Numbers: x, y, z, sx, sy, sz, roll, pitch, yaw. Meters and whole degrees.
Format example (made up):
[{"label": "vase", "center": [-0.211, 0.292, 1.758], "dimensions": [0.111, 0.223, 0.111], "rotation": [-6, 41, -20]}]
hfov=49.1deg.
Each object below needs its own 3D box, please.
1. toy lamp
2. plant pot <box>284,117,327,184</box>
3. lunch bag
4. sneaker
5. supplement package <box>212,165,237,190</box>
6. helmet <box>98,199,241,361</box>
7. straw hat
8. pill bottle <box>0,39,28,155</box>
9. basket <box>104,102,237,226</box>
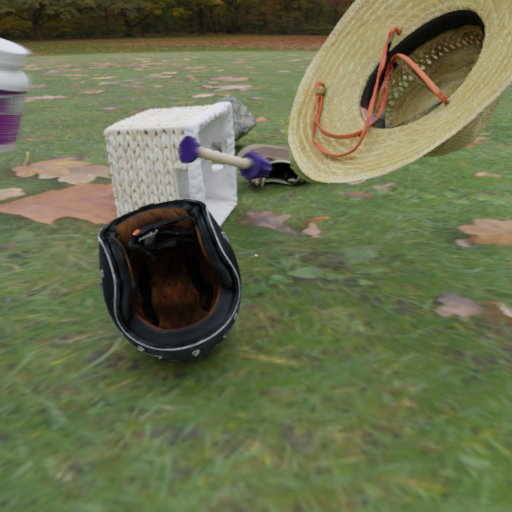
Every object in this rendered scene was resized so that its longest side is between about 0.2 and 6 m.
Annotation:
[{"label": "toy lamp", "center": [-0.444, -1.552, 9.103], "dimensions": [1.695, 0.493, 0.493], "rotation": [3, 17, -43]}, {"label": "plant pot", "center": [1.000, -1.973, 9.480], "dimensions": [1.251, 1.251, 1.188], "rotation": [10, -5, 20]}, {"label": "lunch bag", "center": [-1.050, -3.912, 17.205], "dimensions": [1.300, 1.565, 1.866], "rotation": [45, 27, -7]}, {"label": "sneaker", "center": [1.137, -2.289, 14.477], "dimensions": [3.244, 1.143, 1.225], "rotation": [-12, 48, -20]}, {"label": "supplement package", "center": [-0.880, -1.741, 13.461], "dimensions": [0.625, 0.627, 1.069], "rotation": [5, 26, 10]}, {"label": "helmet", "center": [-1.108, 0.378, 7.456], "dimensions": [2.008, 1.914, 2.008], "rotation": [-12, 22, 5]}, {"label": "straw hat", "center": [2.379, -2.275, 7.559], "dimensions": [1.644, 3.885, 3.885], "rotation": [30, 6, -35]}, {"label": "pill bottle", "center": [-2.523, -1.530, 5.359], "dimensions": [0.567, 1.011, 0.567], "rotation": [19, 24, -9]}, {"label": "basket", "center": [-1.613, -1.803, 11.571], "dimensions": [1.939, 2.389, 2.411], "rotation": [4, 26, 14]}]
